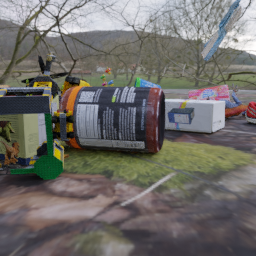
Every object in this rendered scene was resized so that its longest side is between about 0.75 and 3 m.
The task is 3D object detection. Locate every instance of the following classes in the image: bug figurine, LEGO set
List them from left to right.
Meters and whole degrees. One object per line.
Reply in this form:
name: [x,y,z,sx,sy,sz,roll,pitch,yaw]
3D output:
LEGO set: [-2.232,-0.154,4.877,2.613,2.009,1.514,-9,27,-7]
bug figurine: [-0.830,-1.951,11.017,0.636,0.820,0.211,-29,-25,35]

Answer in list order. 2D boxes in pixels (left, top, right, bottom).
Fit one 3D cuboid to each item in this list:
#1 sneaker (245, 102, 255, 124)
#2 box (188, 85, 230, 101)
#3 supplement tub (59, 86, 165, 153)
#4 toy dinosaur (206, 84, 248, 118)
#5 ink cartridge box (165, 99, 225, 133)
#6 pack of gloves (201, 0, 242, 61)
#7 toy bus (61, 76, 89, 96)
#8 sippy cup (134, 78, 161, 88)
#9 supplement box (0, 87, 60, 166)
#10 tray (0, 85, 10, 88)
sneaker: [5.361,-0.560,10.040,0.909,1.002,2.359,-9,13,-42]
box: [3.681,-1.252,12.672,1.740,0.893,0.823,-8,-30,21]
supplement tub: [-0.586,-0.236,6.658,2.853,1.526,1.526,3,10,13]
toy dinosaur: [4.415,-0.634,12.009,2.409,1.394,2.654,9,43,2]
ink cartridge box: [2.029,-0.480,9.653,2.258,0.988,1.641,8,12,32]
pack of gloves: [3.129,-3.399,9.733,0.425,2.155,1.810,36,14,17]
toy bus: [-2.406,-1.804,16.095,2.502,1.768,2.606,13,3,-31]
sippy cup: [1.231,-2.286,18.435,1.720,2.347,1.843,10,-30,-3]
supplement box: [-2.346,-0.115,6.046,1.480,1.479,0.994,6,11,29]
tray: [-3.779,-0.277,6.904,2.101,0.389,1.036,-36,-11,31]
